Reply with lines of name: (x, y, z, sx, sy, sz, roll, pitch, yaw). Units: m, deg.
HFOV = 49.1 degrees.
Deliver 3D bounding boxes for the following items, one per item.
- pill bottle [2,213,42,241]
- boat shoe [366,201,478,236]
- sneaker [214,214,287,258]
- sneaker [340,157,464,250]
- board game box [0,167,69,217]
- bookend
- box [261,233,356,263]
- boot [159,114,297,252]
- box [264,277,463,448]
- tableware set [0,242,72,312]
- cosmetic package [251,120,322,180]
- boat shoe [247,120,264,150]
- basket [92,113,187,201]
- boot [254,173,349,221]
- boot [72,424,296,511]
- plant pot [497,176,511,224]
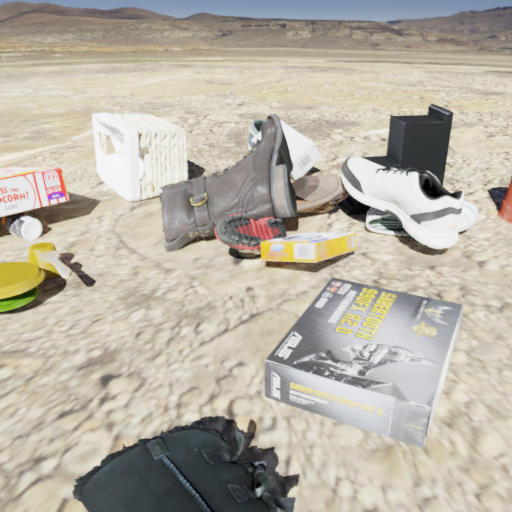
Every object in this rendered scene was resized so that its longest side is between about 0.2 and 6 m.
pill bottle: (-4.846, -0.637, 11.504, 0.882, 0.468, 0.468, 19, 31, 34)
boat shoe: (3.309, -0.662, 11.343, 2.191, 0.806, 0.732, -3, 26, 24)
sneaker: (-0.226, -0.325, 10.127, 0.906, 0.656, 1.856, -22, -12, 32)
sneaker: (2.798, -1.323, 10.708, 1.041, 1.130, 2.824, -25, 48, -33)
board game box: (-5.855, -1.315, 11.984, 2.436, 0.745, 3.216, -21, 20, -38)
bookend: (3.071, -2.191, 12.763, 2.266, 2.252, 1.044, -5, 26, -8)
box: (1.021, -0.187, 10.067, 1.086, 0.378, 1.824, 1, 10, 33)
boot: (-0.680, -1.603, 11.568, 2.828, 1.125, 3.249, -12, 44, 11)
box: (1.495, 1.209, 7.340, 1.971, 0.602, 2.489, 11, 27, 25)
tableware set: (-5.089, 0.562, 8.902, 4.017, 0.616, 2.706, -16, 26, -28)
cosmetic package: (0.799, -2.924, 15.233, 1.000, 0.719, 1.773, -43, 49, 0)
boat shoe: (0.449, -3.388, 16.866, 1.128, 0.957, 3.098, -7, 26, -15)
basket: (-2.969, -2.633, 14.294, 1.623, 1.784, 2.631, -13, 27, -30)
boot: (0.949, -1.177, 12.248, 2.167, 0.761, 1.585, -20, -17, 38)
boot: (-0.832, 2.419, 4.259, 2.735, 1.012, 2.241, -7, 27, -32)
plant pot: (6.113, -1.449, 12.227, 1.377, 1.339, 1.377, 0, 25, 0)
